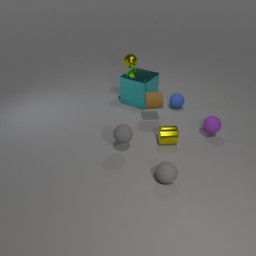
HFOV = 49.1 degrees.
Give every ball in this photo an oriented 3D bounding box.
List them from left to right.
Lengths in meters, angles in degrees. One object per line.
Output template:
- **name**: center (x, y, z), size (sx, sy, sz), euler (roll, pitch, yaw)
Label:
- **ball**: center (-0.173, 0.207, 10.009), size (0.700, 0.700, 0.700), euler (0, 32, 0)
- **ball**: center (0.128, -3.318, 13.919), size (0.700, 0.700, 0.700), euler (0, 32, 0)
- **ball**: center (1.229, 1.419, 8.917), size (0.700, 0.700, 0.700), euler (0, 32, 0)
- **ball**: center (2.303, -1.298, 13.174), size (0.700, 0.700, 0.700), euler (0, 32, 0)
- **ball**: center (3.327, -0.131, 11.068), size (0.700, 0.700, 0.700), euler (0, 32, 0)

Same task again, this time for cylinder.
- **cylinder**: center (1.093, -1.151, 11.759), size (0.700, 0.700, 0.700), euler (-4, 32, 1)
- **cylinder**: center (1.532, 0.266, 10.756), size (0.700, 0.700, 0.700), euler (-2, 32, -2)

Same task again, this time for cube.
- **cube**: center (0.563, -1.943, 13.579), size (1.400, 1.400, 1.400), euler (19, 37, 27)
